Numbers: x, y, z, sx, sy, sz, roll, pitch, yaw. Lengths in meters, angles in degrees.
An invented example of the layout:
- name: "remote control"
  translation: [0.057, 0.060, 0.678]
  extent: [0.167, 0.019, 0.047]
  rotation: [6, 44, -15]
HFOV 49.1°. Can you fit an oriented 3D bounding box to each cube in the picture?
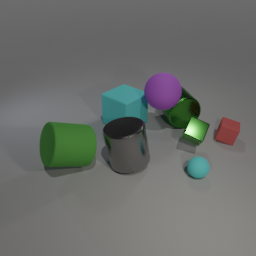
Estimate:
- name: "cube"
  translation: [3.838, 0.115, 10.775]
  extent: [0.700, 0.700, 0.700]
  rotation: [20, 36, 11]
- name: "cube"
  translation: [-0.121, -0.826, 11.738]
  extent: [1.400, 1.400, 1.400]
  rotation: [25, 39, 34]
- name: "cube"
  translation: [2.368, 0.126, 9.904]
  extent: [0.700, 0.700, 0.700]
  rotation: [24, 74, 8]

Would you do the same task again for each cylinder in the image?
- name: "cylinder"
  translation: [-1.944, 0.541, 9.035]
  extent: [1.400, 1.400, 1.400]
  rotation: [4, 25, -36]
- name: "cylinder"
  translation: [2.147, -0.924, 11.877]
  extent: [1.400, 1.400, 1.400]
  rotation: [-8, 32, -12]
- name: "cylinder"
  translation: [-0.039, 0.545, 9.328]
  extent: [1.400, 1.400, 1.400]
  rotation: [-8, 29, 5]

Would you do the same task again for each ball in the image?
- name: "ball"
  translation: [2.267, 1.267, 9.025]
  extent: [0.700, 0.700, 0.700]
  rotation: [0, 32, 0]
- name: "ball"
  translation: [1.311, -1.374, 10.559]
  extent: [1.400, 1.400, 1.400]
  rotation: [0, 32, 0]
